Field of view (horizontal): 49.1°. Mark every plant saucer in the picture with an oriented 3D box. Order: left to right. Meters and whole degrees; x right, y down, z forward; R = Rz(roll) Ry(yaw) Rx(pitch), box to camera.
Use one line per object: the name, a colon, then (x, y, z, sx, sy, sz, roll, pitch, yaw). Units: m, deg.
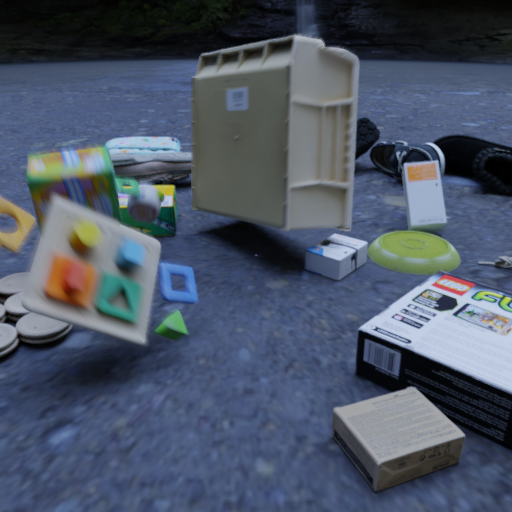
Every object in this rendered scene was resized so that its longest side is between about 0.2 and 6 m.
plant saucer: (2.913, -0.120, 10.355, 1.672, 0.260, 1.672, 0, 25, 0)

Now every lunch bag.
lunch bag: (-3.071, -2.727, 15.414, 2.151, 0.829, 1.725, -3, 24, -6)

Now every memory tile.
memory tile: (-4.282, 1.020, 7.852, 2.970, 0.249, 2.276, -17, 29, -31)

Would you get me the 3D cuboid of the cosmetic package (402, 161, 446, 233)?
cosmetic package: (3.379, -1.180, 11.316, 0.701, 1.383, 0.493, -5, -19, 9)

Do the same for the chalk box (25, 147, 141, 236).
chalk box: (-2.839, -1.126, 9.399, 1.706, 1.058, 1.065, -11, 33, -14)

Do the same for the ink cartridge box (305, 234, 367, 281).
ink cartridge box: (1.421, 0.004, 9.884, 0.707, 0.412, 0.977, 18, 30, 35)

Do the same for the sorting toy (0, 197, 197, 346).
sorting toy: (-1.906, 0.133, 6.870, 2.937, 0.400, 1.653, 24, 49, -30)

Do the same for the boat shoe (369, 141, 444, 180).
boat shoe: (3.881, -2.449, 14.653, 0.868, 1.088, 2.878, -4, 13, -12)

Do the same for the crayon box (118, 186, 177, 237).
crayon box: (-2.834, -0.921, 11.588, 2.338, 0.681, 1.389, -3, 24, -6)

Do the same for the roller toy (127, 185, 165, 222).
roller toy: (-2.010, -0.922, 10.036, 0.590, 0.647, 0.452, 21, 43, -23)

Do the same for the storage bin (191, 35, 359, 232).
storage bin: (0.191, -2.161, 10.306, 1.471, 3.117, 3.140, -7, 15, -35)

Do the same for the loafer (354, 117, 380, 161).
loafer: (2.006, -2.696, 15.192, 3.359, 1.179, 1.141, -31, 78, -30)

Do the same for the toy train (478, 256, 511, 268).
toy train: (5.003, -0.241, 9.311, 2.290, 1.325, 0.969, 11, 26, 21)

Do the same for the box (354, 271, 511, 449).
box: (3.455, 1.406, 6.413, 4.060, 0.705, 2.234, 21, 32, 38)

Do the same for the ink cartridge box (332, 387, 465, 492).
ink cartridge box: (1.445, 1.860, 5.802, 1.050, 0.395, 0.865, -9, 25, -20)

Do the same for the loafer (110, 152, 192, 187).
loafer: (-2.600, -2.134, 14.190, 2.878, 0.905, 1.035, -3, 18, -15)

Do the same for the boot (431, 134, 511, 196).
boot: (5.716, -2.392, 14.425, 2.714, 1.021, 2.029, 10, 27, 21)
